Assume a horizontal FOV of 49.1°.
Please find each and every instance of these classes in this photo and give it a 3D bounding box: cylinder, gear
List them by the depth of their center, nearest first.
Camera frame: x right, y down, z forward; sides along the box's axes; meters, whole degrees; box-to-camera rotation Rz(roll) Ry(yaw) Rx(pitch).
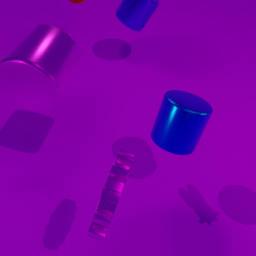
[{"bbox_3d":[-0.214,0.870,3.720,0.217,1.173,1.173,20,52,2],"label":"gear"},{"bbox_3d":[-1.731,-1.198,5.609,1.259,1.259,1.259,10,49,8],"label":"cylinder"},{"bbox_3d":[1.079,-0.124,5.757,1.003,1.003,1.003,13,29,-7],"label":"cylinder"},{"bbox_3d":[0.300,-3.906,9.104,1.069,1.069,1.069,24,39,-21],"label":"cylinder"}]

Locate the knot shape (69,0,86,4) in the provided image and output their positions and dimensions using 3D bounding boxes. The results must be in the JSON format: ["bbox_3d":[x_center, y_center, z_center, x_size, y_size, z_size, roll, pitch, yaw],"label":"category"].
[{"bbox_3d":[-1.293,-3.625,6.436,1.266,0.625,1.352,15,79,-7],"label":"knot shape"}]
